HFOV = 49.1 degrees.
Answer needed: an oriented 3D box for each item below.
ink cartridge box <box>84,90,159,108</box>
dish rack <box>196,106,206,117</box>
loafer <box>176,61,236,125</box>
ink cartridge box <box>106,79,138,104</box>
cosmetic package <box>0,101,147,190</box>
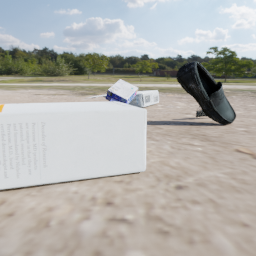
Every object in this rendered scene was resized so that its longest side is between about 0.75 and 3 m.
[{"bbox_3d":[-0.228,-1.297,13.020,2.844,0.672,2.277,-2,10,23],"label":"ink cartridge box"},{"bbox_3d":[2.532,-0.594,8.899,0.660,0.235,0.861,-7,-15,0],"label":"dish rack"},{"bbox_3d":[2.282,-0.912,7.676,0.790,2.250,0.764,-20,33,56],"label":"loafer"},{"bbox_3d":[-0.263,-1.225,10.236,0.819,0.458,1.200,28,40,10],"label":"ink cartridge box"},{"bbox_3d":[-1.279,0.160,4.226,2.826,1.007,1.434,-3,11,-22],"label":"cosmetic package"}]
